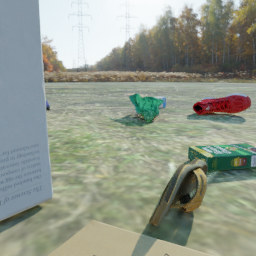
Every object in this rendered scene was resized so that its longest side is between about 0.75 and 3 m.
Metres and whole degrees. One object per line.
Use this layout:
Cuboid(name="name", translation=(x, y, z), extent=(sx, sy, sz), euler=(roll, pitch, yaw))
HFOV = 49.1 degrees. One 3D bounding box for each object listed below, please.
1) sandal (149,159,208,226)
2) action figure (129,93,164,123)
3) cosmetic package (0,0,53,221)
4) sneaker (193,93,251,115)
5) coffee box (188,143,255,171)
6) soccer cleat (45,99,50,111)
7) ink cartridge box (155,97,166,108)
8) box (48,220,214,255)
Cuboid(name="sandal", translation=(0.774, 0.773, 3.493), extent=(0.428, 0.636, 1.583), euler=(30, 20, 25))
Cuboid(name="action figure", translation=(0.715, -0.724, 10.502), extent=(1.457, 0.674, 2.466), euler=(2, 18, 1))
Cuboid(name="cosmetic package", translation=(-2.411, -0.256, 2.824), extent=(1.677, 2.729, 2.720), euler=(6, 12, 37))
Cuboid(name="sneaker", translation=(3.582, -0.806, 11.061), extent=(1.266, 0.858, 2.191), euler=(-22, 11, -42))
Cuboid(name="coffee box", translation=(1.858, 0.522, 5.218), extent=(1.272, 0.280, 0.782), euler=(-2, 11, -11))
Cuboid(name="soccer cleat", translation=(-3.623, -0.830, 10.206), extent=(0.650, 0.841, 2.010), euler=(-31, -3, 19))
Cuboid(name="ink cartridge box", translation=(1.386, -1.246, 13.546), extent=(0.779, 0.488, 0.501), euler=(-2, 12, -13))
Cuboid(name="box", translation=(0.060, 1.220, 2.008), extent=(1.673, 0.178, 1.367), euler=(5, 12, 27))
